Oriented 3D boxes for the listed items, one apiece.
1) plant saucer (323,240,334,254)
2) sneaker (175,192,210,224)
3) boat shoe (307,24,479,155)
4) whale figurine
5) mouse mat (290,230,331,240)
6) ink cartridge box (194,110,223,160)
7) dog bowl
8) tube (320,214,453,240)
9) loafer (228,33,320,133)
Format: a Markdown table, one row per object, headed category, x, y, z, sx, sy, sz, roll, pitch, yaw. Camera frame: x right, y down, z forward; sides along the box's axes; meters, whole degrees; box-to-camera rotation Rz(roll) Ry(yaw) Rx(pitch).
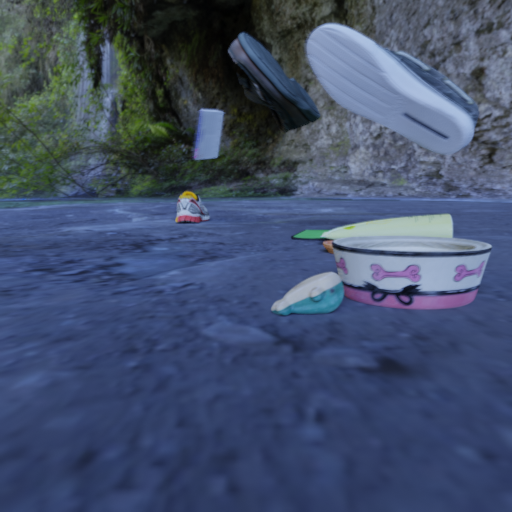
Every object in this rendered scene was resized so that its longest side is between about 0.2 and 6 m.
| category | x | y | z | sx | sy | sz | roll | pitch | yaw |
| --- | --- | --- | --- | --- | --- | --- | --- | --- | --- |
| plant saucer | 1.593 | -0.130 | 9.156 | 0.996 | 0.186 | 0.996 | 0 | 6 | 0 |
| sneaker | -1.864 | -1.463 | 16.740 | 0.858 | 0.906 | 2.204 | 0 | 7 | 1 |
| boat shoe | 2.372 | -2.958 | 9.771 | 3.240 | 1.168 | 1.149 | 38 | 50 | 4 |
| whale figurine | 0.463 | 0.391 | 4.846 | 0.648 | 0.336 | 0.516 | -26 | 2 | -16 |
| mouse mat | 2.151 | -0.436 | 11.992 | 2.574 | 0.097 | 2.071 | 3 | 8 | 14 |
| ink cartridge box | -0.906 | -2.183 | 10.090 | 0.191 | 0.865 | 0.881 | 16 | 17 | 20 |
| dog bowl | 1.515 | 0.138 | 5.586 | 1.527 | 0.563 | 1.527 | 1 | 8 | 0 |
| tube | 2.352 | -0.433 | 10.207 | 2.303 | 0.598 | 0.668 | -2 | -35 | 12 |
| loafer | 0.281 | -3.247 | 11.267 | 0.984 | 1.124 | 3.128 | -33 | -25 | 21 |
